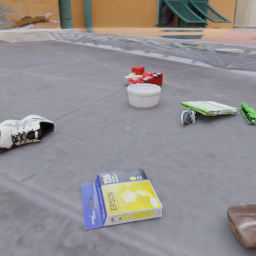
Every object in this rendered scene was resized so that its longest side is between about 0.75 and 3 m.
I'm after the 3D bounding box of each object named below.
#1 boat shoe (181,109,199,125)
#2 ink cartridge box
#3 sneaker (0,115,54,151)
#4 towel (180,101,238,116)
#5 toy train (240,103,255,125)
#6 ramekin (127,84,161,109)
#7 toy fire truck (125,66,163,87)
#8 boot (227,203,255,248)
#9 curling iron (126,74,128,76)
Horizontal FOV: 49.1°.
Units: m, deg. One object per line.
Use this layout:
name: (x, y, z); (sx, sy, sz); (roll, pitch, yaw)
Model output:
boat shoe: (1.925, -0.348, 8.620); (0.324, 0.392, 1.047); (1, 12, 30)
ink cartridge box: (-0.184, 1.224, 5.143); (1.302, 0.306, 1.287); (-3, 24, -12)
sneaker: (-2.648, 0.102, 7.207); (0.784, 0.677, 1.789); (12, 27, 25)
towel: (2.647, -0.633, 9.150); (1.609, 0.247, 1.200); (-5, 20, -35)
toy train: (3.934, -0.459, 8.985); (0.405, 0.300, 1.436); (13, 25, 4)
ramekin: (0.569, -1.149, 10.107); (1.192, 0.626, 1.192); (1, 24, 0)
toy fire truck: (0.527, -2.155, 12.386); (1.823, 0.630, 2.585); (14, 28, 30)
boot: (2.447, 1.605, 3.800); (2.004, 0.644, 1.868); (5, 11, 2)
curling iron: (0.268, -2.563, 13.868); (0.867, 0.215, 0.111); (-8, 21, -25)
